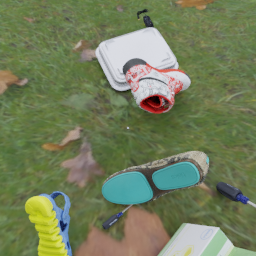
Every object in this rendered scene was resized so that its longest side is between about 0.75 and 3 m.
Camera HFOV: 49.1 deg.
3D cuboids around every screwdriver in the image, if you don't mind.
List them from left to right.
[{"bbox_3d":[-0.047,2.034,6.887,1.370,0.191,0.199,-29,75,-24],"label":"screwdriver"},{"bbox_3d":[2.784,1.690,6.185,0.346,2.377,0.332,44,82,-19],"label":"screwdriver"}]

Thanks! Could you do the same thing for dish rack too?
[{"bbox_3d":[0.306,-2.535,9.655,2.506,0.546,2.151,-20,64,-12],"label":"dish rack"}]

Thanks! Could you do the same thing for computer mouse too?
[{"bbox_3d":[0.649,-4.277,11.164,0.599,0.854,0.197,7,50,38],"label":"computer mouse"}]

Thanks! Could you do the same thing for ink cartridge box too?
[{"bbox_3d":[1.317,2.657,5.037,1.840,2.529,0.606,-41,92,-26],"label":"ink cartridge box"}]

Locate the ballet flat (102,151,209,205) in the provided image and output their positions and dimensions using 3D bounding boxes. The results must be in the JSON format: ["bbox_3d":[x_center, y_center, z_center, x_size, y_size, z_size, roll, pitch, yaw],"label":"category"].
[{"bbox_3d":[0.671,1.175,6.701,1.047,2.780,0.943,-29,95,-57],"label":"ballet flat"}]

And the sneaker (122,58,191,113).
[{"bbox_3d":[1.059,-1.034,8.060,2.638,0.881,1.414,7,54,-42],"label":"sneaker"}]

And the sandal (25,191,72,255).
[{"bbox_3d":[-1.465,2.122,5.863,0.766,1.927,0.839,4,21,22],"label":"sandal"}]
